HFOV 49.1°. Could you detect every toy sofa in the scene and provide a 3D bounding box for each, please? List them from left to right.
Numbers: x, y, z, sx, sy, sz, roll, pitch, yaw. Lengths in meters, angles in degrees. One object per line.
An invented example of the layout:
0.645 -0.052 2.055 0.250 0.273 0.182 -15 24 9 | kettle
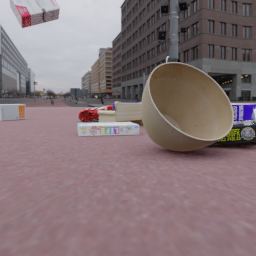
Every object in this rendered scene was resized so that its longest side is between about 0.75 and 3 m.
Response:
-0.159 -0.527 10.716 0.846 0.997 2.043 4 8 38 | toy sofa

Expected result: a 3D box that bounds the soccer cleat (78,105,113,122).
-1.184 -0.674 13.367 2.392 0.821 1.019 -5 10 -4 | soccer cleat

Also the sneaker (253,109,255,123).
3.619 -0.050 6.771 1.034 0.744 1.977 -4 11 19 | sneaker

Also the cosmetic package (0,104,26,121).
-6.215 -0.840 14.786 0.589 0.838 1.653 3 7 26 | cosmetic package

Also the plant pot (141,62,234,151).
0.958 -0.234 5.513 1.763 1.763 1.183 -3 -30 -27 | plant pot

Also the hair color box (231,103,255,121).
5.771 -0.852 14.651 2.836 0.919 1.550 -5 8 -27 | hair color box

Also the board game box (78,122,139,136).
-0.637 0.018 8.545 1.753 0.300 1.178 -1 5 -11 | board game box

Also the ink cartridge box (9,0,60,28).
-3.099 -4.026 9.353 1.344 0.973 0.567 -26 -12 -26 | ink cartridge box

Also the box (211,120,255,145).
2.282 0.092 6.561 1.324 0.366 1.652 -6 3 22 | box

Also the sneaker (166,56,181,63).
2.253 -2.790 13.642 0.681 1.374 0.486 13 33 38 | sneaker
